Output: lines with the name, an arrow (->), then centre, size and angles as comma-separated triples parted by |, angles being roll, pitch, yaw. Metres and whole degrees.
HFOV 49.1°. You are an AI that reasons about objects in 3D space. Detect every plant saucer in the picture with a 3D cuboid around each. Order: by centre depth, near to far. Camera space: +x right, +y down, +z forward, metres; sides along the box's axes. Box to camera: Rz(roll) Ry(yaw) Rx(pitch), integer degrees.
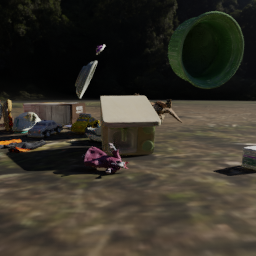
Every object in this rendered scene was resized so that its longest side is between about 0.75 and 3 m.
plant saucer -> -1.647, -1.885, 10.561 | 0.392, 1.563, 1.563 | 25, 4, -8

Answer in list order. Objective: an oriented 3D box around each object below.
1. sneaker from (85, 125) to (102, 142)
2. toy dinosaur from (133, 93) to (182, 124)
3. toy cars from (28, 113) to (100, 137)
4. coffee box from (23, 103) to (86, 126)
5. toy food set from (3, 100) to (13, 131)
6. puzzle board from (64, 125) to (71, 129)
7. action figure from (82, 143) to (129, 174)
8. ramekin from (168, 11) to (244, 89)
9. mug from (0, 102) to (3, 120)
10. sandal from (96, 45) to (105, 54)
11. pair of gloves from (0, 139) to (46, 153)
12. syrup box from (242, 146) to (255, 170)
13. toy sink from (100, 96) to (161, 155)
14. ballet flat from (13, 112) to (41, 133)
sneaker -> -0.373, 0.004, 8.134 | 1.838, 0.793, 0.713 | 3, 7, 17
toy dinosaur -> 1.111, -0.864, 13.609 | 2.981, 1.280, 2.021 | 5, 1, 0
toy cars -> -2.139, -0.148, 9.698 | 2.679, 0.593, 1.201 | -7, 12, -28
coffee box -> -3.287, -0.663, 12.672 | 2.418, 0.965, 1.367 | 2, 8, 15
toy food set -> -4.505, -0.459, 10.493 | 0.275, 1.128, 1.117 | -6, -5, -27
puzzle board -> -1.665, -0.036, 11.158 | 1.466, 0.128, 1.105 | 5, 10, 37
action figure -> -0.389, 0.655, 5.142 | 0.864, 0.579, 0.644 | 14, -32, 14
ramekin -> 2.814, -2.898, 10.531 | 2.670, 2.670, 1.304 | -3, 18, -19
mug -> -5.849, -0.906, 11.159 | 1.502, 1.998, 2.251 | 8, -2, -27
sandal -> -1.188, -3.293, 11.618 | 0.403, 0.243, 0.990 | -39, 18, 20
pair of gloves -> -2.930, 0.429, 7.340 | 1.345, 0.166, 1.198 | 3, 8, 18
syrup box -> 2.668, 0.553, 5.416 | 0.973, 0.396, 0.383 | -5, 9, -32
toy sink -> -0.024, -0.008, 6.571 | 1.208, 1.039, 1.854 | -2, 23, -8
ballet flat -> -3.785, -0.269, 10.716 | 0.737, 0.737, 2.124 | 0, 7, 1
